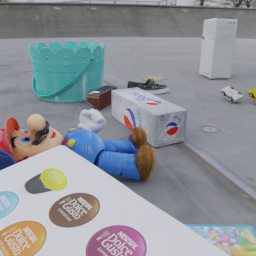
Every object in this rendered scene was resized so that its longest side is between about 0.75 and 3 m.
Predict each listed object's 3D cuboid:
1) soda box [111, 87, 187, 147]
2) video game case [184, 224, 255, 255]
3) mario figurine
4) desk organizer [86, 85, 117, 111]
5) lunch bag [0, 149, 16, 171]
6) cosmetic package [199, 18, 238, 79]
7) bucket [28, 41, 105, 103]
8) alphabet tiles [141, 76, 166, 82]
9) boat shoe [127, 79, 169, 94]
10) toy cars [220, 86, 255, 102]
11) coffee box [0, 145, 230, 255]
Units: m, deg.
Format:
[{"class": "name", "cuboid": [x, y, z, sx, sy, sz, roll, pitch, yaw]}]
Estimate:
[{"class": "soda box", "cuboid": [0.426, -0.393, 7.401, 0.884, 0.822, 2.591, -10, 23, -24]}, {"class": "video game case", "cuboid": [0.642, 1.609, 3.135, 1.993, 0.177, 1.426, 0, 22, 3]}, {"class": "mario figurine", "cuboid": [-0.952, 0.226, 4.782, 2.814, 1.491, 1.737, 2, -10, -14]}, {"class": "desk organizer", "cuboid": [-0.857, -1.031, 9.451, 0.482, 0.518, 1.345, 9, 23, 21]}, {"class": "lunch bag", "cuboid": [-2.511, 0.632, 3.491, 1.271, 1.306, 1.922, 11, -16, 31]}, {"class": "cosmetic package", "cuboid": [4.359, -3.872, 13.706, 1.105, 2.724, 1.537, -1, 18, -8]}, {"class": "bucket", "cuboid": [-2.222, -2.197, 10.543, 2.941, 1.913, 2.941, 0, 21, 0]}, {"class": "alphabet tiles", "cuboid": [1.265, -2.414, 13.659, 1.206, 0.038, 1.004, -17, 26, -36]}, {"class": "boat shoe", "cuboid": [0.789, -1.665, 11.021, 1.686, 0.558, 0.589, -1, 21, -2]}, {"class": "toy cars", "cuboid": [4.075, -1.061, 9.708, 1.763, 0.390, 0.790, 9, 46, 30]}, {"class": "coffee box", "cuboid": [-0.481, 1.383, 1.393, 1.706, 1.725, 1.723, -24, 33, -34]}]
